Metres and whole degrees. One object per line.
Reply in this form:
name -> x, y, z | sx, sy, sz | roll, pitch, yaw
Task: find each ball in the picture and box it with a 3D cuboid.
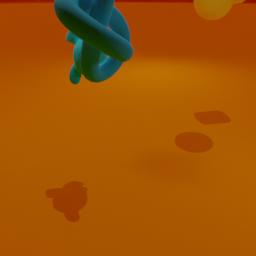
ball -> 2.203, -3.304, 7.207 | 0.986, 0.986, 0.986 | 0, 26, 0

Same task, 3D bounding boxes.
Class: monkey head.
monkey head -> -0.824, -1.459, 5.260 | 0.897, 1.247, 0.752 | 32, 38, -10

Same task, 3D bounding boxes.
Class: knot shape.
knot shape -> -0.304, -1.073, 3.115 | 0.631, 1.279, 1.366 | -11, 57, 4

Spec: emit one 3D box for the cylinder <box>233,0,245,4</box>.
cylinder -> 3.121, -4.241, 8.573 | 0.834, 0.834, 0.834 | -11, 28, -10
